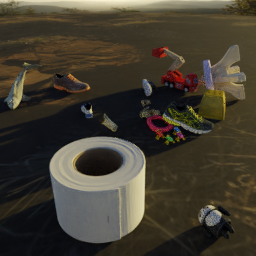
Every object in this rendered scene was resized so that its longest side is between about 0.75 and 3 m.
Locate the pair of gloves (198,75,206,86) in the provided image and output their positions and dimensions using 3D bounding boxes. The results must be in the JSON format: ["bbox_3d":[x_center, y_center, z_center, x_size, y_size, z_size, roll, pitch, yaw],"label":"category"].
[{"bbox_3d":[3.921,-2.691,16.065,1.305,0.229,1.110,3,36,18],"label":"pair of gloves"}]

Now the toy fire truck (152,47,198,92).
[{"bbox_3d":[2.556,-3.202,15.192,2.824,1.991,0.688,24,36,36],"label":"toy fire truck"}]

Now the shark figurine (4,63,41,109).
[{"bbox_3d":[-5.168,-1.920,13.740,1.080,2.587,1.546,27,-21,-33],"label":"shark figurine"}]

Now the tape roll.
[{"bbox_3d":[-0.723,1.461,7.135,2.322,1.594,2.322,0,29,0],"label":"tape roll"}]

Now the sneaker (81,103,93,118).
[{"bbox_3d":[-1.811,-0.914,12.514,0.411,0.587,1.017,-10,30,-19],"label":"sneaker"}]

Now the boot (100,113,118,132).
[{"bbox_3d":[-0.751,-0.214,11.053,0.686,0.321,0.883,36,9,-19],"label":"boot"}]

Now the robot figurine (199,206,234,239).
[{"bbox_3d":[2.118,2.265,6.767,0.654,0.543,0.870,-9,29,-33],"label":"robot figurine"}]

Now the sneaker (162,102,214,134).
[{"bbox_3d":[2.441,-0.417,11.111,2.070,0.876,0.771,15,31,2],"label":"sneaker"}]

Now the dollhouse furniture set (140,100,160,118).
[{"bbox_3d":[0.856,-0.857,11.963,0.463,0.736,0.833,-18,8,-30],"label":"dollhouse furniture set"}]

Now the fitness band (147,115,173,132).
[{"bbox_3d":[1.322,-0.201,11.614,0.953,0.248,1.327,-10,29,-12],"label":"fitness band"}]

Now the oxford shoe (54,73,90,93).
[{"bbox_3d":[-3.092,-2.451,15.060,2.260,0.824,0.806,12,31,20],"label":"oxford shoe"}]

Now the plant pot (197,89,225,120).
[{"bbox_3d":[3.761,-1.101,12.424,1.140,1.006,1.140,9,30,17],"label":"plant pot"}]

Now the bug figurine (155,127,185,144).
[{"bbox_3d":[1.663,0.249,10.703,1.139,0.293,0.883,-12,31,-22],"label":"bug figurine"}]

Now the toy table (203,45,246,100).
[{"bbox_3d":[4.700,-2.520,13.760,1.701,2.670,2.904,-10,31,18],"label":"toy table"}]

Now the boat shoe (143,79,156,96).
[{"bbox_3d":[1.172,-2.170,14.848,0.606,0.640,1.831,-4,21,-3],"label":"boat shoe"}]
